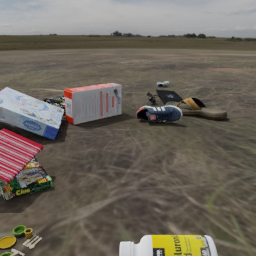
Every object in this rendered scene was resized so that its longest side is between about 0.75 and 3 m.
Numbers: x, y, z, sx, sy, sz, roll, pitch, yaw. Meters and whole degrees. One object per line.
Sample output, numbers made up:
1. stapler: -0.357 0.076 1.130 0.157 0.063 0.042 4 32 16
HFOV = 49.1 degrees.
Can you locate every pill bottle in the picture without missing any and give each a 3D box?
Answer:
1. pill bottle: 0.529 1.850 3.848 1.279 0.712 0.712 -1 20 1

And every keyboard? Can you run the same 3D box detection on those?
1. keyboard: 1.761 -1.484 13.768 1.820 0.295 2.864 5 18 -5

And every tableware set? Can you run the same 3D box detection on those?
1. tableware set: -1.910 1.908 4.525 0.618 0.141 0.917 10 23 27

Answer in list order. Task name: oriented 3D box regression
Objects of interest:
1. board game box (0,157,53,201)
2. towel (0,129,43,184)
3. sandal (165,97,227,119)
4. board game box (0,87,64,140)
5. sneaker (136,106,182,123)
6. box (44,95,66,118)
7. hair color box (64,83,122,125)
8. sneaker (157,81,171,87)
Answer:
1. board game box: -2.646 1.052 6.803 1.045 0.234 1.994 -14 24 -30
2. towel: -2.673 0.574 6.145 1.096 0.170 1.516 23 28 2
3. sandal: 2.770 -0.880 11.451 2.539 0.693 1.037 14 24 34
4. board game box: -3.410 -0.559 9.608 2.237 0.488 2.248 23 15 -15
5. sneaker: 1.107 -0.455 10.434 1.765 0.662 0.746 1 18 31
6. box: -2.330 -1.066 12.245 2.156 0.532 1.721 -17 27 -38
7. hair color box: -1.323 -1.000 10.972 2.255 1.250 0.721 -14 24 -36
8. sneaker: 2.163 -2.603 16.935 0.823 0.317 0.351 -5 29 7
